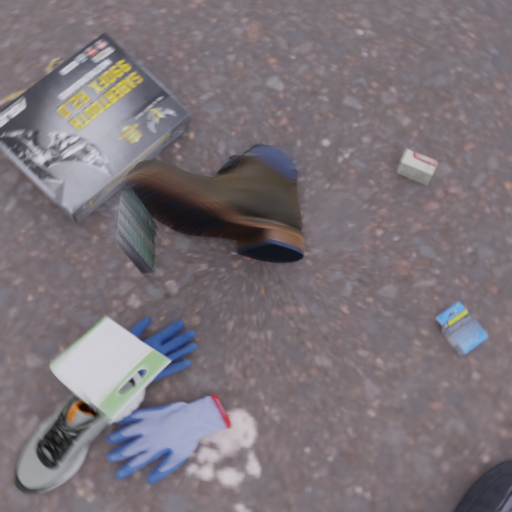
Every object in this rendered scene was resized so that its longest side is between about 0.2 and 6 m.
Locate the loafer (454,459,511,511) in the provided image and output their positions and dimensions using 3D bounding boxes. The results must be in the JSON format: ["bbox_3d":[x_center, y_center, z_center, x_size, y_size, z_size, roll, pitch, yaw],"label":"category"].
[{"bbox_3d":[3.480,4.484,8.667,0.873,0.997,2.773,42,78,-4],"label":"loafer"}]

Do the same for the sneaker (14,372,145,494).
[{"bbox_3d":[-3.021,2.785,9.113,0.961,1.031,2.601,43,88,17],"label":"sneaker"}]

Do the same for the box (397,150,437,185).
[{"bbox_3d":[3.304,-1.822,11.514,0.675,0.431,0.368,26,69,10],"label":"box"}]

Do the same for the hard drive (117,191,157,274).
[{"bbox_3d":[-1.748,-0.321,8.287,0.229,1.210,0.845,-2,69,4],"label":"hard drive"}]

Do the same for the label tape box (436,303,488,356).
[{"bbox_3d":[3.739,1.343,10.261,0.570,0.263,0.796,-31,68,-13],"label":"label tape box"}]

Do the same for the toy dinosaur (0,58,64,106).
[{"bbox_3d":[-4.440,-3.588,12.103,2.405,0.700,1.216,7,65,1],"label":"toy dinosaur"}]

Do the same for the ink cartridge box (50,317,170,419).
[{"bbox_3d":[-2.201,1.740,8.577,1.645,0.394,1.197,26,57,34],"label":"ink cartridge box"}]

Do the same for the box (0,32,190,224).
[{"bbox_3d":[-3.357,-2.623,11.395,2.543,0.776,3.211,44,73,4],"label":"box"}]

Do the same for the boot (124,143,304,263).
[{"bbox_3d":[-0.553,-1.247,9.747,1.427,3.820,1.851,-11,65,40],"label":"boot"}]

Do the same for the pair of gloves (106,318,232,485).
[{"bbox_3d":[-1.801,2.418,9.772,2.183,0.309,2.716,-24,66,-9],"label":"pair of gloves"}]
